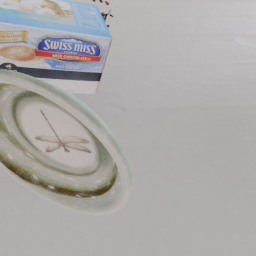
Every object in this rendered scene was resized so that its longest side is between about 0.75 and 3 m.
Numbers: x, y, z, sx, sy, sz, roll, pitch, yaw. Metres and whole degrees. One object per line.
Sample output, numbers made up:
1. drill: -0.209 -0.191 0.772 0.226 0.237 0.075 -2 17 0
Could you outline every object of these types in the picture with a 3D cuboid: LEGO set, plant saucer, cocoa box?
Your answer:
1. LEGO set: -0.979 -3.768 9.298 1.057 1.627 0.461 -25 60 -38
2. plant saucer: -0.827 0.163 3.157 2.059 2.059 0.517 15 47 17
3. cocoa box: -2.109 -2.201 7.299 2.815 1.847 1.878 0 46 -24
